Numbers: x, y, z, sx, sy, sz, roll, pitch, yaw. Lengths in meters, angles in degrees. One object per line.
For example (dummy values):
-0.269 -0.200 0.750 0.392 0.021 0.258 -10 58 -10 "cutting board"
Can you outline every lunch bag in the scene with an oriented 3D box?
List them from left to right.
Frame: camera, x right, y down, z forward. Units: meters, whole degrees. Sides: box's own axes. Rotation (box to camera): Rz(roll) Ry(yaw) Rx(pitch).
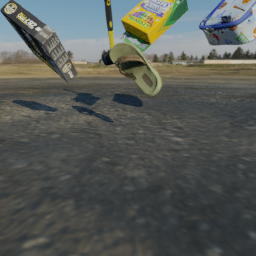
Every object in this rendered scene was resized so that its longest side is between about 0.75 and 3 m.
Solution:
3.045 -3.168 7.440 2.327 0.879 1.864 -46 28 -5 "lunch bag"

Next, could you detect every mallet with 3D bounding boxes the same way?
-0.844 -3.894 11.580 0.980 2.977 0.613 -28 50 -11 "mallet"

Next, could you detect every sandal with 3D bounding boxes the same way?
0.125 -1.506 6.850 0.540 0.752 1.893 -6 44 -44 "sandal"

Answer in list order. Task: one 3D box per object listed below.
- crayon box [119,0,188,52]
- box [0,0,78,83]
0.643 -3.068 7.832 1.136 1.806 0.466 40 -9 34 "crayon box"
-2.271 -2.231 7.490 1.615 0.492 2.004 38 -10 16 "box"
